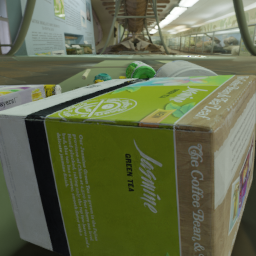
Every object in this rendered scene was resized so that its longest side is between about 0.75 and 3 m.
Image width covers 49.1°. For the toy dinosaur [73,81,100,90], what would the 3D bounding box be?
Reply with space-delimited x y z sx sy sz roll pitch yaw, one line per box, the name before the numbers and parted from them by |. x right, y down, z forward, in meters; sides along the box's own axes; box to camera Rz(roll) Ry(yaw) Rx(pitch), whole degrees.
toy dinosaur | -1.399 -1.523 11.725 1.825 0.531 0.923 -2 32 18

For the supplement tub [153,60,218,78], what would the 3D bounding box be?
supplement tub | 1.487 -0.871 7.382 1.672 1.672 2.535 0 18 1

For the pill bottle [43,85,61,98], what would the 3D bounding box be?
pill bottle | -3.170 -1.398 10.912 1.013 0.570 0.570 1 17 4

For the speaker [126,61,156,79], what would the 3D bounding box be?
speaker | 0.576 -2.511 13.395 1.235 1.235 2.793 -2 18 -6

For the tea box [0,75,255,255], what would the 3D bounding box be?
tea box | 0.185 0.295 3.295 2.235 1.518 2.272 5 20 29

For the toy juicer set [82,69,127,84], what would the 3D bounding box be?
toy juicer set | -1.330 -2.215 13.499 2.363 0.643 1.503 17 31 19

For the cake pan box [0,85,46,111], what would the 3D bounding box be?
cake pan box | -4.237 -0.614 7.759 2.921 0.764 2.690 4 18 29
